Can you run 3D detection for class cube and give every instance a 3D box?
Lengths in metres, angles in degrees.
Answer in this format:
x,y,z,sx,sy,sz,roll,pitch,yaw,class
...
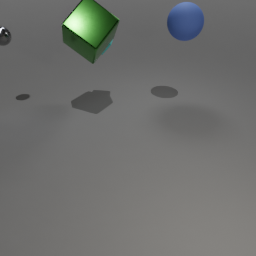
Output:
x,y,z,sx,sy,sz,roll,pitch,yaw,class
-1.336,-3.398,9.850,1.400,1.400,1.400,36,78,-5,cube
-1.063,-3.532,11.222,0.700,0.700,0.700,31,51,-22,cube

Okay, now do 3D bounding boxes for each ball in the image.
x,y,z,sx,sy,sz,roll,pitch,yaw,class
-4.792,-3.479,10.612,0.700,0.700,0.700,0,31,0,ball
2.206,-4.081,10.774,1.400,1.400,1.400,0,31,0,ball
